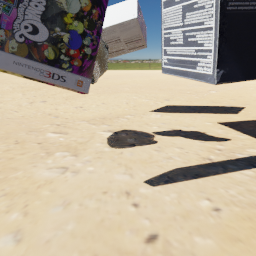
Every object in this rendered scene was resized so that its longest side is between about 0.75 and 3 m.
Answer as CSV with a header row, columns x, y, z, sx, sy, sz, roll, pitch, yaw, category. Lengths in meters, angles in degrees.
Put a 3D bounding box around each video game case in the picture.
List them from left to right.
x,y,z,sx,sy,sz,roll,pitch,yaw,category
-1.142,-1.522,4.142,1.573,1.736,0.311,13,-1,-34,video game case

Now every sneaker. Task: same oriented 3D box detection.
x,y,z,sx,sy,sz,roll,pitch,yaw,category
-0.828,-1.921,6.554,0.710,1.922,0.762,37,63,21,sneaker

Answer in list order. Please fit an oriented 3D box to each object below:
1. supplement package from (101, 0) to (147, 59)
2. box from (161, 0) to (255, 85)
x,y,z,sx,sy,sz,roll,pitch,yaw,category
-0.504,-3.477,10.006,2.144,1.189,1.670,-12,44,14,supplement package
2.114,-2.707,6.887,1.785,2.874,2.897,-7,18,-15,box
